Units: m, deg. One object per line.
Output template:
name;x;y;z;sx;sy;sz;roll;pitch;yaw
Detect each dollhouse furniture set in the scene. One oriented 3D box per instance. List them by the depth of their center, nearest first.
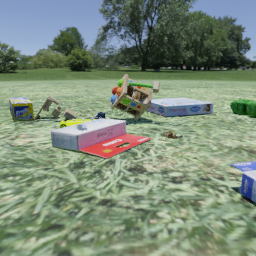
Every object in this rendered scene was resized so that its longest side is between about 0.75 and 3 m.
dollhouse furniture set;-3.491;-0.549;13.393;1.535;1.251;1.460;33;5;-16

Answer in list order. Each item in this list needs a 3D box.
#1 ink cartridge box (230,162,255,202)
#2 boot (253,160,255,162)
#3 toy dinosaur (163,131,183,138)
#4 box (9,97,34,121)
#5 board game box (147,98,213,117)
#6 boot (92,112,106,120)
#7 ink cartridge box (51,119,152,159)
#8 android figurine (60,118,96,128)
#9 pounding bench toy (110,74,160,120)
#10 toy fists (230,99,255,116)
ink cartridge box;3.199;1.220;4.871;1.575;0.554;2.640;-3;16;-16
boot;3.440;0.955;6.596;0.875;0.318;0.680;-3;12;5
toy dinosaur;1.492;0.257;10.009;0.921;0.278;0.489;16;-5;38
box;-5.418;-1.008;14.126;0.926;0.850;2.643;-6;13;-25
board game box;2.668;-1.203;15.557;2.856;0.588;2.849;-5;13;-20
boot;-1.321;-0.542;12.887;0.381;0.473;1.047;-10;16;-37
ink cartridge box;-0.806;0.227;9.250;2.260;0.573;2.565;7;15;33
android figurine;-1.961;-0.121;11.333;1.571;0.354;1.726;-3;15;-12
pounding bench toy;0.267;-1.634;12.592;1.584;2.031;1.261;23;47;-21
toy fists;6.344;-1.037;14.411;1.237;0.835;2.427;2;9;-24
